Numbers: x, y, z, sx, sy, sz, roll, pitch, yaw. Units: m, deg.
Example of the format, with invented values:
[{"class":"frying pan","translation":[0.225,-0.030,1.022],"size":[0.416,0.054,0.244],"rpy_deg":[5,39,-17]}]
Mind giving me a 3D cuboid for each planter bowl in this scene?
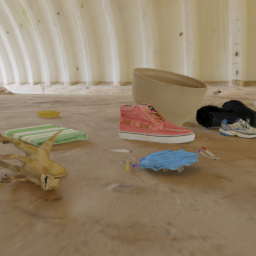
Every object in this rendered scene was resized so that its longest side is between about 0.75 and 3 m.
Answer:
[{"class":"planter bowl","translation":[1.429,-1.053,10.908],"size":[2.887,1.943,2.887],"rpy_deg":[10,22,-4]}]

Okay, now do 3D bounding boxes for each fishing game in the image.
[{"class":"fishing game","translation":[0.890,0.730,6.032],"size":[1.900,0.295,1.360],"rpy_deg":[-8,9,-2]}]

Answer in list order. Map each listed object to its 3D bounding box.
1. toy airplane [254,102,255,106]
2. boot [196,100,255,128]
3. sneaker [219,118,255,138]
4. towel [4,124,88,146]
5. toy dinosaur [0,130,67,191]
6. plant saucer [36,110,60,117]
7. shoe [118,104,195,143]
[{"class":"toy airplane","translation":[7.621,-1.071,14.376],"size":[2.156,1.521,2.146],"rpy_deg":[-4,-32,13]},{"class":"boot","translation":[3.979,-0.652,12.135],"size":[2.220,1.009,2.642],"rpy_deg":[2,17,-8]},{"class":"sneaker","translation":[3.887,-0.014,9.600],"size":[1.476,0.629,0.569],"rpy_deg":[6,11,31]},{"class":"towel","translation":[-2.762,0.227,9.261],"size":[2.473,0.289,1.886],"rpy_deg":[10,13,44]},{"class":"toy dinosaur","translation":[-1.947,0.661,5.659],"size":[1.443,0.830,2.853],"rpy_deg":[14,12,-17]},{"class":"plant saucer","translation":[-4.481,-0.793,15.722],"size":[1.203,0.292,1.203],"rpy_deg":[-4,9,-22]},{"class":"shoe","translation":[0.862,-0.193,9.017],"size":[2.528,1.150,0.903],"rpy_deg":[4,10,22]}]
